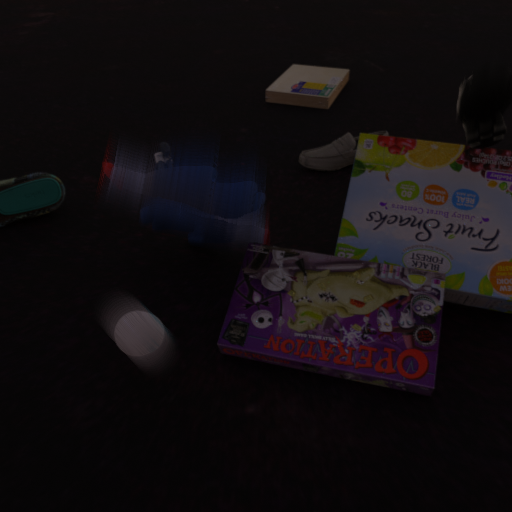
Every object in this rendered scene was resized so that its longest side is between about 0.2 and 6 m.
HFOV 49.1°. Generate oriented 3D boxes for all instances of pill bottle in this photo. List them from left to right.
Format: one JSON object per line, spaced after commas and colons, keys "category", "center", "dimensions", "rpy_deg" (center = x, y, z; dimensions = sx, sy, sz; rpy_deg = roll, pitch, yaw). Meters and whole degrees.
{"category": "pill bottle", "center": [-1.351, 0.915, 6.596], "dimensions": [0.503, 0.503, 0.907], "rpy_deg": [-4, -8, -6]}

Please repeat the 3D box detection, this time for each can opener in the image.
{"category": "can opener", "center": [-1.919, -1.986, 11.740], "dimensions": [0.345, 0.433, 1.294], "rpy_deg": [-8, 35, -11]}

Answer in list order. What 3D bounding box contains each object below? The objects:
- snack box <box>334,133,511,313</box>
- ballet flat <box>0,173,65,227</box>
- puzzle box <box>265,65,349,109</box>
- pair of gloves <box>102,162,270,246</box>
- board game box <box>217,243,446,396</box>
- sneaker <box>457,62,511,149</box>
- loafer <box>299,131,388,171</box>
{"category": "snack box", "center": [2.613, -0.508, 8.203], "dimensions": [2.610, 0.883, 2.201], "rpy_deg": [11, 77, 16]}
{"category": "ballet flat", "center": [-4.727, -0.887, 9.951], "dimensions": [2.590, 0.961, 0.961], "rpy_deg": [-11, 36, -19]}
{"category": "puzzle box", "center": [1.513, -4.896, 16.060], "dimensions": [1.801, 0.344, 2.706], "rpy_deg": [12, 36, 16]}
{"category": "pair of gloves", "center": [-0.877, -0.699, 8.240], "dimensions": [2.222, 2.764, 0.315], "rpy_deg": [11, 74, 12]}
{"category": "board game box", "center": [1.000, 0.751, 7.299], "dimensions": [2.690, 0.434, 1.615], "rpy_deg": [9, 64, 13]}
{"category": "sneaker", "center": [2.827, -2.064, 7.109], "dimensions": [0.664, 1.791, 0.793], "rpy_deg": [-11, 74, 15]}
{"category": "loafer", "center": [1.880, -2.275, 11.913], "dimensions": [2.036, 0.710, 0.712], "rpy_deg": [-12, 36, -16]}
